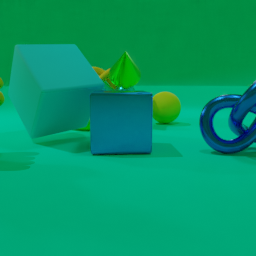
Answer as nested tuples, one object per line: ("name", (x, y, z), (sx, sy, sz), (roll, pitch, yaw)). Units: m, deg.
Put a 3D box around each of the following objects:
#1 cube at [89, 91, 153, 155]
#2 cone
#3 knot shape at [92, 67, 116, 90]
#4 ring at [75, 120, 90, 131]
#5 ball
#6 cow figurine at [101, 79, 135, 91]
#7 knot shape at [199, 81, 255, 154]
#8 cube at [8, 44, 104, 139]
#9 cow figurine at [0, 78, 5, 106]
("cube", (-0.140, -0.142, 5.083), (1.031, 1.031, 1.031), (-1, 9, -4))
("cone", (-0.075, -1.688, 7.345), (0.901, 0.901, 0.905), (0, -28, -2))
("knot shape", (-0.772, -1.322, 8.454), (1.337, 1.429, 0.660), (23, 8, -25))
("ring", (-0.837, -0.224, 7.665), (1.791, 0.358, 1.791), (0, 9, 0))
("ball", (1.071, -0.589, 8.122), (0.916, 0.916, 0.916), (0, 9, 0))
("cow figurine", (-0.487, -0.678, 7.674), (1.592, 1.618, 0.888), (35, -18, -29))
("knot shape", (2.033, -0.247, 4.565), (1.522, 1.424, 0.703), (8, 37, -3))
("cube", (-1.536, -0.796, 5.831), (1.331, 1.331, 1.331), (-14, 58, -39))
("cow figurine", (-2.781, -0.444, 4.444), (1.526, 1.551, 0.851), (-24, 49, -2))
